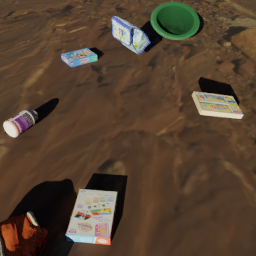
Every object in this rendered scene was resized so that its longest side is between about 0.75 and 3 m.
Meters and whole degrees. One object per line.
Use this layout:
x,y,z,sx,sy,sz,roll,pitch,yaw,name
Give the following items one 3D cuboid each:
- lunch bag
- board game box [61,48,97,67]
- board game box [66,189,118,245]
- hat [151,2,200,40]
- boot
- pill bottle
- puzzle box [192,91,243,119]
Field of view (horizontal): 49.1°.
0.037,-3.435,10.221,0.826,1.296,1.102,-49,58,1,lunch bag
-1.864,-2.710,10.732,1.117,0.251,0.849,-22,43,-26,board game box
-0.627,1.593,5.139,0.772,0.203,1.008,4,38,5,board game box
1.904,-4.044,12.202,1.950,2.073,2.355,40,68,12,hat
-1.587,1.959,4.387,0.856,0.599,1.597,-19,40,-31,boot
-2.734,-0.150,7.213,0.460,0.460,0.818,21,42,26,pill bottle
2.310,-0.598,7.271,1.178,0.150,0.783,5,44,-13,puzzle box
